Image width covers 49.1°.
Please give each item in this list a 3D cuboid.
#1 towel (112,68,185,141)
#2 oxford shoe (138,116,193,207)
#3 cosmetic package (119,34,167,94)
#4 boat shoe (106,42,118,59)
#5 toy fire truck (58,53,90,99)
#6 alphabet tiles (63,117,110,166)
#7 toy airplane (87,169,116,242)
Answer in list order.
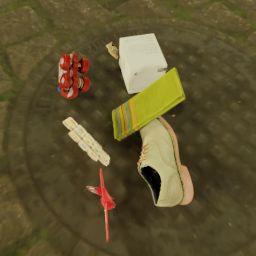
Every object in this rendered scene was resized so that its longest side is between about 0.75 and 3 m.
[{"bbox_3d":[0.463,-0.649,8.138,0.232,2.572,1.107,19,49,-42],"label":"towel"},{"bbox_3d":[0.756,0.717,7.711,1.090,1.045,2.952,-4,54,-26],"label":"oxford shoe"},{"bbox_3d":[0.447,-2.151,9.409,1.217,1.218,1.477,-10,61,-9],"label":"cosmetic package"},{"bbox_3d":[-0.512,-2.717,9.756,0.282,0.312,0.875,-38,51,13],"label":"boat shoe"},{"bbox_3d":[-1.927,-1.667,9.184,0.834,1.248,1.487,3,81,-37],"label":"toy fire truck"},{"bbox_3d":[-1.104,0.350,7.689,0.121,1.615,1.651,-43,96,6],"label":"alphabet tiles"},{"bbox_3d":[-0.561,1.692,6.851,0.348,1.892,1.892,-13,60,5],"label":"toy airplane"}]
